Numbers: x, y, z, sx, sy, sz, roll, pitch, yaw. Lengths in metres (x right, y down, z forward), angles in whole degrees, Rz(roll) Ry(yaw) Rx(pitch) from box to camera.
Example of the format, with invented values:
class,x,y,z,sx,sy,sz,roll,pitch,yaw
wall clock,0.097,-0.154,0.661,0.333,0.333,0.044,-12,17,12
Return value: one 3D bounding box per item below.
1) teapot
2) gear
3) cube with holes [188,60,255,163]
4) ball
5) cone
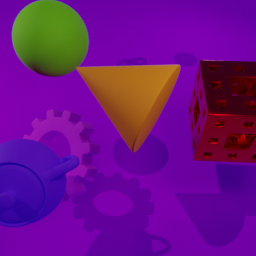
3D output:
class,x,y,z,sx,sy,sz,roll,pitch,yaw
teapot,-1.524,0.808,3.747,1.938,1.205,0.949,-25,11,1
gear,-1.267,0.488,5.043,1.619,0.299,1.619,-5,80,28
cube with holes,1.760,-0.259,4.710,1.214,1.214,1.214,2,52,2
ball,-1.317,-1.519,4.826,1.261,1.261,1.261,0,54,0
cone,-0.171,-0.542,3.842,1.304,1.299,1.299,29,58,10
